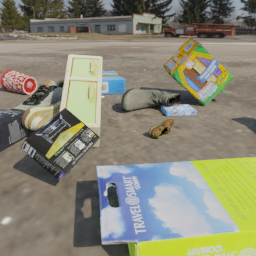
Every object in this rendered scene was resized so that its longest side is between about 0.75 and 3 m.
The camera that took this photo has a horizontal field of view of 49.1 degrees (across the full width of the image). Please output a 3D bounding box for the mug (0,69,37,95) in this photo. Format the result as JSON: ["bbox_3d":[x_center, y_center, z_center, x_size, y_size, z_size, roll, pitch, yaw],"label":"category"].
[{"bbox_3d":[-4.587,-2.000,12.181,1.411,0.942,1.253,17,28,30],"label":"mug"}]

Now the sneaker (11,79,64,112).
[{"bbox_3d":[-2.716,-0.863,8.817,1.025,1.100,2.774,7,22,19],"label":"sneaker"}]

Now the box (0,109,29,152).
[{"bbox_3d":[-3.361,0.022,7.044,1.169,0.698,1.189,6,23,17],"label":"box"}]

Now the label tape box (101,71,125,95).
[{"bbox_3d":[-1.074,-2.056,12.645,1.496,0.656,2.074,-5,21,-13],"label":"label tape box"}]

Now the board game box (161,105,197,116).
[{"bbox_3d":[1.693,-0.605,9.441,1.006,0.184,0.761,-3,21,-9],"label":"board game box"}]

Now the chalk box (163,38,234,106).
[{"bbox_3d":[2.720,-1.925,10.360,2.349,1.456,1.466,38,17,-19],"label":"chalk box"}]

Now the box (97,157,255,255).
[{"bbox_3d":[1.070,1.127,4.039,2.965,0.706,1.808,-3,21,-8],"label":"box"}]

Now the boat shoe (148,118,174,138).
[{"bbox_3d":[0.981,0.040,7.561,0.336,0.355,0.987,23,40,38],"label":"boat shoe"}]

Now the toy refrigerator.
[{"bbox_3d":[-1.155,-0.795,7.163,0.957,0.882,2.521,2,51,-5],"label":"toy refrigerator"}]

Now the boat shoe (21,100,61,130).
[{"bbox_3d":[-1.902,-0.240,7.793,0.811,0.763,2.129,27,25,18],"label":"boat shoe"}]

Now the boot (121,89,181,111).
[{"bbox_3d":[0.860,-1.000,9.638,1.385,0.718,2.120,11,21,37],"label":"boot"}]

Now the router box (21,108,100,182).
[{"bbox_3d":[-1.200,0.266,5.177,0.919,0.305,1.169,41,43,0],"label":"router box"}]
